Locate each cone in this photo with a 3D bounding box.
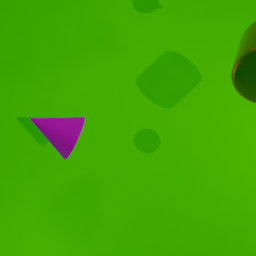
[{"bbox_3d":[-1.711,0.014,6.384,1.096,1.092,1.092,26,86,-17],"label":"cone"}]

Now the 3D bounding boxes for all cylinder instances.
[{"bbox_3d":[2.981,-1.423,5.836,1.386,1.386,1.386,29,51,2],"label":"cylinder"}]
